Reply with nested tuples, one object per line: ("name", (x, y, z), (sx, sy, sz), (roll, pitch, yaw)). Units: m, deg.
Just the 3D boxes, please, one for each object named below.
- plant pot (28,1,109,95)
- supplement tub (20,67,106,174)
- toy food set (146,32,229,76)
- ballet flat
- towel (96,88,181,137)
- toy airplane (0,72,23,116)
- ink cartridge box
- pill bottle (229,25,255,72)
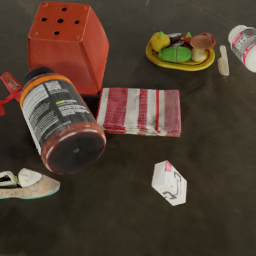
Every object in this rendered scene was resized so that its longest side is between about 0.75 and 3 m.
("plant pot", (-1.743, -2.354, 7.952), (2.048, 1.804, 2.046), (5, 63, 4))
("supplement tub", (-1.704, -0.331, 6.754), (1.462, 1.462, 2.733), (-22, 53, -17))
("toy food set", (1.951, -2.695, 8.999), (2.754, 0.900, 1.620), (11, 53, 11))
("ballet flat", (-2.293, 1.159, 5.867), (1.709, 0.575, 0.582), (-9, 24, 9))
("towel", (0.292, -0.523, 7.731), (2.287, 0.260, 1.648), (3, 50, 3))
("toy airplane", (-3.173, -0.838, 7.681), (1.467, 0.270, 1.467), (11, 56, -17))
("ink cartridge box", (0.857, 1.128, 5.705), (0.322, 0.762, 0.552), (-25, 33, 33))
("pill bottle", (3.499, -2.345, 8.041), (0.860, 0.860, 1.553), (-6, 41, -5))
